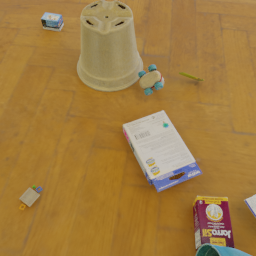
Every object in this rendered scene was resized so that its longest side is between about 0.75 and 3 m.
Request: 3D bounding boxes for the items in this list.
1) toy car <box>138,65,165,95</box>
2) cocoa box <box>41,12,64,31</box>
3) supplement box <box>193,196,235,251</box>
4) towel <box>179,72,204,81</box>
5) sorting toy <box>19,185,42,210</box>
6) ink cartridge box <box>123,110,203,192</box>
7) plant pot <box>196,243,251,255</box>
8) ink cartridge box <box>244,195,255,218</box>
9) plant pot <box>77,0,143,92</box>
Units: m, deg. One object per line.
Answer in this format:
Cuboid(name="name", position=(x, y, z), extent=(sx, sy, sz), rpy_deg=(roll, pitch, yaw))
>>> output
Cuboid(name="toy car", position=(1.093, -1.887, 11.566), extent=(0.964, 1.090, 1.004), rpy_deg=(-27, 71, 26))
Cuboid(name="cocoa box", position=(-3.802, -5.340, 14.088), extent=(0.907, 0.595, 0.605), rpy_deg=(12, 57, 8))
Cuboid(name="supplement box", position=(2.522, 2.876, 8.422), extent=(0.964, 0.760, 1.472), rpy_deg=(2, 56, 1))
Cuboid(name="towel", position=(2.688, -2.182, 11.851), extent=(1.027, 0.442, 0.093), rpy_deg=(15, 92, -18))
Cuboid(name="sorting toy", position=(-3.229, 2.287, 9.213), extent=(0.523, 0.126, 0.928), rpy_deg=(27, 60, 22))
Cuboid(name="ink cartridge box", position=(1.137, 0.802, 9.935), extent=(1.730, 0.609, 2.900), rpy_deg=(-20, 55, -13))
Cuboid(name="plant pot", position=(2.785, 3.920, 7.312), extent=(1.537, 1.636, 1.636), rpy_deg=(8, 55, -14))
Cuboid(name="ink cartridge box", position=(5.056, 2.445, 8.870), extent=(2.662, 0.522, 1.324), rpy_deg=(-17, 58, -13))
Cuboid(name="plant pot", position=(-0.806, -3.525, 11.573), extent=(2.986, 2.733, 2.986), rpy_deg=(0, 55, 0))
